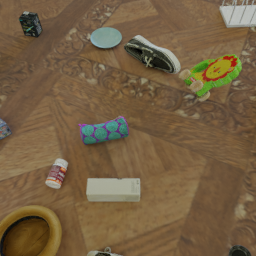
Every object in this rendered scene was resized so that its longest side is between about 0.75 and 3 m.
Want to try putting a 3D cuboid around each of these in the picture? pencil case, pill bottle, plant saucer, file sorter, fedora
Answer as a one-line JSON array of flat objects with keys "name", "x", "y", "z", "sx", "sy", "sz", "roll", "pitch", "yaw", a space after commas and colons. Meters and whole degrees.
[{"name": "pencil case", "x": -0.807, "y": 0.078, "z": 9.463, "sx": 1.626, "sy": 0.692, "sz": 0.751, "roll": -12, "pitch": 98, "yaw": -1}, {"name": "pill bottle", "x": -2.216, "y": 1.425, "z": 8.804, "sx": 0.478, "sy": 0.478, "sz": 0.837, "roll": 11, "pitch": 58, "yaw": 7}, {"name": "plant saucer", "x": -0.976, "y": -3.962, "z": 12.527, "sx": 1.393, "sy": 0.268, "sz": 1.393, "roll": 0, "pitch": 56, "yaw": 0}, {"name": "file sorter", "x": 5.677, "y": -5.744, "z": 13.076, "sx": 2.163, "sy": 1.347, "sz": 1.501, "roll": -3, "pitch": 57, "yaw": -2}, {"name": "fedora", "x": -2.673, "y": 3.064, "z": 7.524, "sx": 1.922, "sy": 0.784, "sz": 1.922, "roll": 0, "pitch": 57, "yaw": 1}]

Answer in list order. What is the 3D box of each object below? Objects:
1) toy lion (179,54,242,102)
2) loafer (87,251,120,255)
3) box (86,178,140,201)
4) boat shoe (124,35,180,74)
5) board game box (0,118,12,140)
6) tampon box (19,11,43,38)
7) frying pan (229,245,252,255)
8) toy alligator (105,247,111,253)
[{"name": "toy lion", "x": 2.977, "y": -1.956, "z": 10.004, "sx": 1.907, "sy": 0.683, "sz": 1.990, "roll": -38, "pitch": 29, "yaw": 11}, {"name": "loafer", "x": -0.418, "y": 3.527, "z": 7.259, "sx": 1.332, "sy": 0.455, "sz": 0.504, "roll": 18, "pitch": 60, "yaw": -11}, {"name": "box", "x": -0.424, "y": 1.867, "z": 8.417, "sx": 1.577, "sy": 0.648, "sz": 0.539, "roll": 1, "pitch": 57, "yaw": -1}, {"name": "boat shoe", "x": 0.928, "y": -2.857, "z": 11.450, "sx": 0.853, "sy": 0.947, "sz": 2.679, "roll": -37, "pitch": 56, "yaw": -22}, {"name": "board game box", "x": -5.545, "y": 0.122, "z": 9.566, "sx": 2.114, "sy": 0.652, "sz": 2.112, "roll": 35, "pitch": 62, "yaw": 21}, {"name": "tampon box", "x": -4.364, "y": -4.652, "z": 12.600, "sx": 0.677, "sy": 0.904, "sz": 0.570, "roll": 13, "pitch": 57, "yaw": 8}, {"name": "frying pan", "x": 2.870, "y": 3.602, "z": 7.543, "sx": 1.021, "sy": 0.166, "sz": 0.618, "roll": -28, "pitch": 60, "yaw": -15}, {"name": "toy alligator", "x": -0.922, "y": 3.654, "z": 7.420, "sx": 0.415, "sy": 0.301, "sz": 1.252, "roll": 33, "pitch": 62, "yaw": 20}]
